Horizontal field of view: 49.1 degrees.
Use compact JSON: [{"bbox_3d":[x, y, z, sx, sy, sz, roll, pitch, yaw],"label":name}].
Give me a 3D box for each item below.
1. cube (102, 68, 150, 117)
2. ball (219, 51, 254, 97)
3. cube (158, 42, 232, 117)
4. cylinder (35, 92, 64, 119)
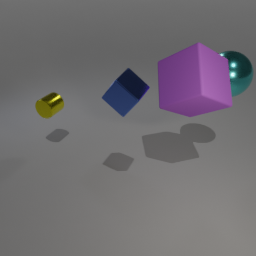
[{"bbox_3d":[-0.051,-0.834,6.589,0.700,0.700,0.700,42,44,-5],"label":"cube"},{"bbox_3d":[3.069,-1.636,8.550,1.400,1.400,1.400,0,29,0],"label":"ball"},{"bbox_3d":[1.789,-1.209,7.594,1.400,1.400,1.400,11,-18,-40],"label":"cube"},{"bbox_3d":[-2.658,-0.772,9.539,0.700,0.700,0.700,13,33,21],"label":"cylinder"}]
